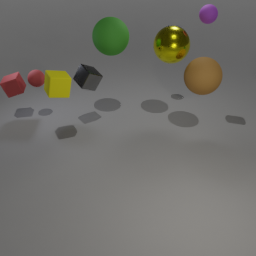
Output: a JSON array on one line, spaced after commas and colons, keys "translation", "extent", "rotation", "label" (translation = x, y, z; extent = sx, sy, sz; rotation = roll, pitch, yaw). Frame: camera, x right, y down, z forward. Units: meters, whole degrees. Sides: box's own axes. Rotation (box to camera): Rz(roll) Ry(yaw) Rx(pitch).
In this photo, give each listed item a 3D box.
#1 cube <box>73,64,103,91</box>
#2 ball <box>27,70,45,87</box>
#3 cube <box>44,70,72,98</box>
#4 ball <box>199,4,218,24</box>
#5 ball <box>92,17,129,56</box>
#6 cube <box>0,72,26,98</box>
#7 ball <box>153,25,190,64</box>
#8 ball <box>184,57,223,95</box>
[{"translation": [-1.532, -1.924, 10.712], "extent": [0.700, 0.700, 0.700], "rotation": [2, 39, -51], "label": "cube"}, {"translation": [-3.740, -2.025, 11.448], "extent": [0.700, 0.700, 0.700], "rotation": [0, 30, 0], "label": "ball"}, {"translation": [-2.341, -1.457, 9.290], "extent": [0.700, 0.700, 0.700], "rotation": [-4, 32, -29], "label": "cube"}, {"translation": [3.085, -4.364, 10.739], "extent": [0.700, 0.700, 0.700], "rotation": [0, 30, 0], "label": "ball"}, {"translation": [-0.649, -3.451, 10.575], "extent": [1.400, 1.400, 1.400], "rotation": [0, 30, 0], "label": "ball"}, {"translation": [-4.790, -1.809, 11.720], "extent": [0.700, 0.700, 0.700], "rotation": [-17, 36, 4], "label": "cube"}, {"translation": [1.672, -3.183, 10.729], "extent": [1.400, 1.400, 1.400], "rotation": [0, 30, 0], "label": "ball"}, {"translation": [2.793, -1.936, 10.456], "extent": [1.400, 1.400, 1.400], "rotation": [0, 30, 0], "label": "ball"}]
